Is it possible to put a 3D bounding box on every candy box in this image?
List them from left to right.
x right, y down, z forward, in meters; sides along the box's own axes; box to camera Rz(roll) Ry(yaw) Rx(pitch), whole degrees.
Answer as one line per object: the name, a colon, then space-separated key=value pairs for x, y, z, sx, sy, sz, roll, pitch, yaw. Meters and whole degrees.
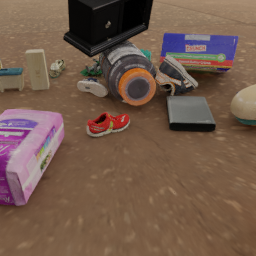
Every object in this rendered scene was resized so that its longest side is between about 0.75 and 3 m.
candy box: x=2.570 y=-2.683 z=10.168 sx=2.360 sy=1.075 sz=2.791 roll=9 pitch=10 yaw=15

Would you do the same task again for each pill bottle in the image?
pill bottle: x=-0.014 y=-1.772 z=8.990 sx=1.534 sy=1.534 sz=2.887 roll=-6 pitch=32 yaw=-11

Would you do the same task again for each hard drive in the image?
hard drive: x=1.725 y=-0.437 z=7.968 sx=1.183 sy=0.279 sz=1.695 roll=2 pitch=31 yaw=3

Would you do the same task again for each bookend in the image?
bookend: x=-0.483 y=-3.944 z=8.120 sx=1.264 sy=2.744 sz=2.727 roll=37 pitch=52 yaw=23

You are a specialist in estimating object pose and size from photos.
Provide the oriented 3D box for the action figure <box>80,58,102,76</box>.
action figure: x=-1.099 y=-2.605 z=11.459 sx=1.086 sy=0.503 sz=1.839 roll=7 pitch=28 yaw=17

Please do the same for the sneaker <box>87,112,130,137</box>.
sneaker: x=-0.476 y=-0.170 z=7.260 sx=1.275 sy=0.541 sz=0.491 roll=-21 pitch=37 yaw=-31

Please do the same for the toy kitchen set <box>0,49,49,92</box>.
toy kitchen set: x=-4.006 y=-2.234 z=9.963 sx=2.247 sy=1.324 sz=1.800 roll=-5 pitch=31 yaw=-9

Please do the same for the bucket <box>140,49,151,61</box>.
bucket: x=0.356 y=-2.623 z=11.152 sx=1.205 sy=0.784 sz=1.205 roll=0 pitch=30 yaw=0

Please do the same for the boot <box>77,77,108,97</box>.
boot: x=-1.072 y=-1.446 z=9.458 sx=1.303 sy=0.474 sz=0.589 roll=20 pitch=42 yaw=32

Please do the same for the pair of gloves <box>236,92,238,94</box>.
pair of gloves: x=4.615 y=-1.003 z=8.993 sx=1.997 sy=0.228 sz=1.606 roll=-15 pitch=36 yaw=-22

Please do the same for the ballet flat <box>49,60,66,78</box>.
ballet flat: x=-2.815 y=-2.417 z=11.086 sx=0.440 sy=0.489 sz=1.298 roll=5 pitch=31 yaw=6

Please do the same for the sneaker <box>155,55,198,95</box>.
sneaker: x=1.497 y=-1.524 z=8.976 sx=0.890 sy=0.901 sz=2.270 roll=43 pitch=13 yaw=29

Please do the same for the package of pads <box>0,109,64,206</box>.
package of pads: x=-2.379 y=0.462 z=5.850 sx=1.442 sy=0.905 sz=2.392 roll=1 pitch=31 yaw=7

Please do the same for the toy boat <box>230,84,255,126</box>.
toy boat: x=3.920 y=-0.369 z=7.222 sx=2.061 sy=1.139 sz=2.451 roll=-21 pitch=30 yaw=-26
